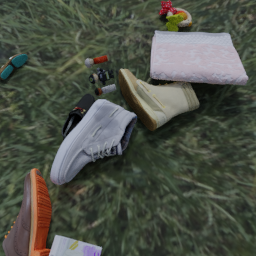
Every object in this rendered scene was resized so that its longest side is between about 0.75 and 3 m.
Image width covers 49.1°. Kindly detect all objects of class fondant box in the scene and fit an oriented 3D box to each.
[{"bbox_3d":[-1.116,2.736,5.806,1.032,0.300,0.744,29,59,-28],"label":"fondant box"}]

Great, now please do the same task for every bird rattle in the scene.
[{"bbox_3d":[1.596,-3.708,9.389,1.034,0.714,1.268,1,49,-12],"label":"bird rattle"}]

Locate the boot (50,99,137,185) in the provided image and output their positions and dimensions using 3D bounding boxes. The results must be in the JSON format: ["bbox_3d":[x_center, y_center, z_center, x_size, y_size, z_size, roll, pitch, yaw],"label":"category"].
[{"bbox_3d":[-0.741,0.422,6.922,1.229,0.946,2.572,22,64,17],"label":"boot"}]

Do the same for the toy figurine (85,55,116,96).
[{"bbox_3d":[-0.640,-1.184,6.418,0.546,0.773,0.785,-17,62,-6],"label":"toy figurine"}]

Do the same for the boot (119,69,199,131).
[{"bbox_3d":[0.806,-1.057,7.815,1.633,0.765,2.101,-24,59,-16],"label":"boot"}]

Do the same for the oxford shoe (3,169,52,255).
[{"bbox_3d":[-2.245,2.167,6.078,0.958,0.937,2.628,-9,62,3],"label":"oxford shoe"}]

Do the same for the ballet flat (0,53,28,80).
[{"bbox_3d":[-3.560,-1.916,8.520,0.403,0.378,1.113,24,68,32],"label":"ballet flat"}]

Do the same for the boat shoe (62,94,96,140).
[{"bbox_3d":[-1.285,-0.300,7.570,0.594,0.509,1.623,15,62,11],"label":"boat shoe"}]

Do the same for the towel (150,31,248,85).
[{"bbox_3d":[1.946,-2.124,8.171,2.552,0.411,2.438,4,45,2],"label":"towel"}]
